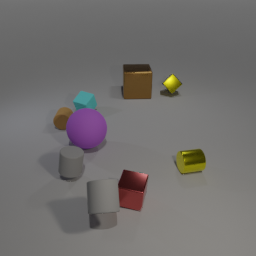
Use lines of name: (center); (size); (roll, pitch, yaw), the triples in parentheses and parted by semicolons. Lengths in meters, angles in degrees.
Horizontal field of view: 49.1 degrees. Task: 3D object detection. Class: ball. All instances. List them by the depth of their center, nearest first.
ball: (-1.425, 0.014, 9.697); (1.400, 1.400, 1.400); (0, 28, 0)

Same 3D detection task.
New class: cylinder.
cylinder: (-0.555, 1.530, 6.229); (0.700, 0.700, 0.700); (-5, -16, -1)
cylinder: (-1.683, 0.992, 8.279); (0.700, 0.700, 0.700); (9, 25, -4)
cylinder: (1.950, 1.021, 8.699); (0.700, 0.700, 0.700); (-6, 29, -11)
cylinder: (-2.598, -0.394, 11.324); (0.700, 0.700, 0.700); (0, 29, 0)

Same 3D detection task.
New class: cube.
cube: (0.114, 1.638, 7.414); (0.700, 0.700, 0.700); (11, 36, 10)
cube: (-1.887, -1.100, 12.375); (0.700, 0.700, 0.700); (17, 56, 22)
cube: (2.226, -2.262, 14.232); (0.700, 0.700, 0.700); (-43, 7, 9)
cube: (0.453, -2.381, 14.257); (1.400, 1.400, 1.400); (-1, 29, -2)
